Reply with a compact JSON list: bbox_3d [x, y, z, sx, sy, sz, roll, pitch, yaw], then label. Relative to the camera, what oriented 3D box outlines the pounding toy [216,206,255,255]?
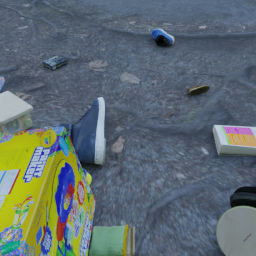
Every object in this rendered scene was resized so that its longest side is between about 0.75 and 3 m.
[{"bbox_3d":[3.102,2.501,6.764,1.786,0.829,1.379,-26,70,22],"label":"pounding toy"}]

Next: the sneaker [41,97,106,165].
[{"bbox_3d":[-1.823,-0.064,9.640,2.188,1.151,3.028,1,41,-3],"label":"sneaker"}]

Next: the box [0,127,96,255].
[{"bbox_3d":[-1.990,1.958,5.835,1.731,2.733,2.837,-6,40,8],"label":"box"}]

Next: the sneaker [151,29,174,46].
[{"bbox_3d":[1.791,-5.273,16.272,0.930,0.642,1.672,-24,51,-38],"label":"sneaker"}]

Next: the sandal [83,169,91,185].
[{"bbox_3d":[-2.188,1.221,8.218,2.201,0.958,0.875,0,36,9],"label":"sandal"}]

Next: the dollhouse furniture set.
[{"bbox_3d":[-0.393,2.826,6.421,1.111,0.851,1.696,0,40,1],"label":"dollhouse furniture set"}]

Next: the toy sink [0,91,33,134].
[{"bbox_3d":[-4.301,-0.392,10.129,1.886,1.057,1.229,27,47,35],"label":"toy sink"}]

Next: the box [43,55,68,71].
[{"bbox_3d":[-3.693,-3.326,14.246,0.797,0.258,1.010,30,49,29],"label":"box"}]

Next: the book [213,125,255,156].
[{"bbox_3d":[4.013,0.392,9.690,1.898,0.456,1.268,4,38,3],"label":"book"}]

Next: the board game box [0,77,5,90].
[{"bbox_3d":[-6.181,-1.911,12.530,0.997,0.285,1.019,-3,40,-3],"label":"board game box"}]

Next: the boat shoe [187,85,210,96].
[{"bbox_3d":[3.076,-1.722,12.244,1.022,0.368,0.345,-15,44,-13],"label":"boat shoe"}]

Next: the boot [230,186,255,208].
[{"bbox_3d":[3.991,1.562,7.793,2.581,0.971,1.929,11,47,-3],"label":"boot"}]
